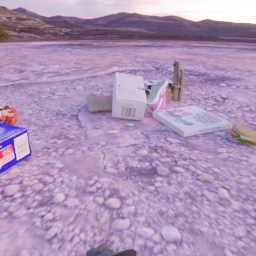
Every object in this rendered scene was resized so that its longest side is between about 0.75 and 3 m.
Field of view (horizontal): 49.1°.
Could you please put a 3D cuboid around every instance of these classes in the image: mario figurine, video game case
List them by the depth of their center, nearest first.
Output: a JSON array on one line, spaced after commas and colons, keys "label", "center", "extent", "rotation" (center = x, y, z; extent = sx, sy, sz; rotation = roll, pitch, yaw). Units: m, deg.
[{"label": "mario figurine", "center": [-5.572, -0.464, 11.682], "extent": [1.280, 1.099, 2.074], "rotation": [10, 27, 22]}, {"label": "video game case", "center": [2.751, -0.380, 12.456], "extent": [2.402, 0.313, 2.639], "rotation": [-9, 24, -21]}]

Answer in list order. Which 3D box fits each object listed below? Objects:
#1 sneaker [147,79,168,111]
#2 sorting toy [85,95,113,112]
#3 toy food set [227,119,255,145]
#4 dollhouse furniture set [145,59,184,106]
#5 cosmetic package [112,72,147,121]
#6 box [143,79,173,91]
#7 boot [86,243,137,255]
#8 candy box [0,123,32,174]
[{"label": "sneaker", "center": [1.591, -1.477, 13.814], "extent": [0.705, 1.109, 1.945], "rotation": [-4, 44, 42]}, {"label": "sorting toy", "center": [-0.734, -1.282, 14.537], "extent": [2.741, 0.403, 2.026], "rotation": [-6, 26, -13]}, {"label": "toy food set", "center": [4.525, 0.270, 10.825], "extent": [1.257, 0.365, 1.821], "rotation": [16, 24, -3]}, {"label": "dollhouse furniture set", "center": [1.753, -2.579, 15.521], "extent": [2.456, 2.002, 2.336], "rotation": [-3, 23, -6]}, {"label": "cosmetic package", "center": [0.015, -1.587, 13.489], "extent": [1.481, 1.079, 2.914], "rotation": [7, 35, -8]}, {"label": "box", "center": [1.850, -2.601, 17.442], "extent": [1.882, 0.566, 1.098], "rotation": [-8, 24, -19]}, {"label": "boot", "center": [-0.338, 2.502, 5.629], "extent": [0.910, 0.308, 0.595], "rotation": [-9, 19, -25]}, {"label": "candy box", "center": [-5.131, 0.656, 8.874], "extent": [2.997, 1.154, 2.534], "rotation": [12, 25, 23]}]
